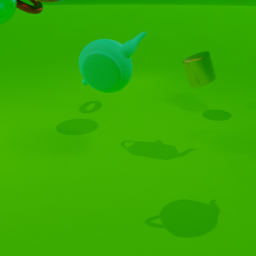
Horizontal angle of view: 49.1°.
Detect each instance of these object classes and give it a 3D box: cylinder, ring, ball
[{"bbox_3d":[2.295,-1.880,9.001,0.882,0.882,0.882,-21,20,8],"label":"cylinder"},{"bbox_3d":[-3.239,-3.984,8.656,1.258,0.252,1.258,28,34,-21],"label":"ring"},{"bbox_3d":[-3.486,-3.257,7.128,1.213,1.213,1.213,0,26,0],"label":"ball"}]

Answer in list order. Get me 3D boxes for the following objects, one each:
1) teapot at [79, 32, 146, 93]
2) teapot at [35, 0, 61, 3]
[{"bbox_3d":[-0.413,-1.528,6.509,2.028,1.261,0.993,-28,23,36],"label":"teapot"},{"bbox_3d":[-0.944,-1.984,3.346,1.704,0.834,1.060,-9,72,-16],"label":"teapot"}]
